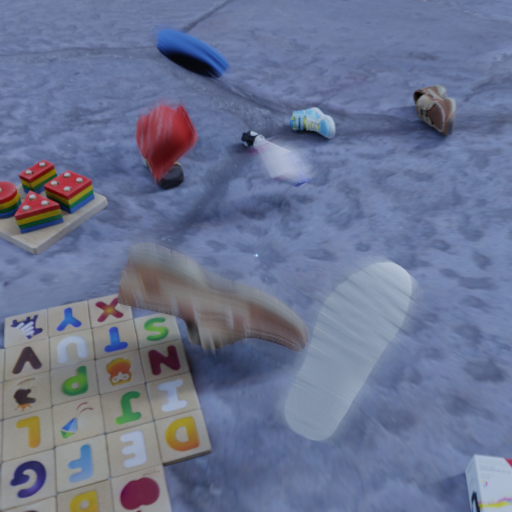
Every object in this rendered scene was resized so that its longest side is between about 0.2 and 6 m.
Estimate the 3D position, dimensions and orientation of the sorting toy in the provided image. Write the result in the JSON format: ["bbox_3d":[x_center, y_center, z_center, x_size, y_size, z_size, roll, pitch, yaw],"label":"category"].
[{"bbox_3d":[-4.284,-1.090,10.944,1.883,0.655,1.872,23,46,24],"label":"sorting toy"}]

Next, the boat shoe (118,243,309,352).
[{"bbox_3d":[-0.595,0.790,7.705,2.778,1.052,0.997,25,76,-12],"label":"boat shoe"}]

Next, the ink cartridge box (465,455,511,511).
[{"bbox_3d":[2.942,2.947,6.504,0.771,0.438,1.058,5,41,6],"label":"ink cartridge box"}]

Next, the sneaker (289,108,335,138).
[{"bbox_3d":[1.290,-3.119,13.392,0.858,0.523,1.314,-11,33,-16],"label":"sneaker"}]

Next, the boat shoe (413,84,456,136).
[{"bbox_3d":[4.313,-3.535,13.690,0.810,0.854,2.256,-1,32,5],"label":"boat shoe"}]

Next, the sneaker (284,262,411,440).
[{"bbox_3d":[1.094,1.081,6.665,0.859,0.905,2.248,33,94,21],"label":"sneaker"}]

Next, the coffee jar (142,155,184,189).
[{"bbox_3d":[-1.995,-1.923,12.015,0.616,0.504,1.182,-19,45,-20],"label":"coffee jar"}]

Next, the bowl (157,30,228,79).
[{"bbox_3d":[-1.331,-4.109,11.519,1.519,0.298,1.519,23,1,0],"label":"bowl"}]

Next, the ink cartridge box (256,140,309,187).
[{"bbox_3d":[0.532,-1.739,10.739,1.272,0.267,0.759,1,59,-58],"label":"ink cartridge box"}]

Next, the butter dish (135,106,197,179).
[{"bbox_3d":[-1.735,-2.146,9.806,1.123,0.832,1.126,-40,50,18],"label":"butter dish"}]

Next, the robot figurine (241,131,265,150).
[{"bbox_3d":[-0.067,-2.684,12.990,0.584,0.364,0.439,27,56,28],"label":"robot figurine"}]

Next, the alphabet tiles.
[{"bbox_3d":[-2.494,2.036,7.780,3.245,0.123,3.900,-11,43,-13],"label":"alphabet tiles"}]
